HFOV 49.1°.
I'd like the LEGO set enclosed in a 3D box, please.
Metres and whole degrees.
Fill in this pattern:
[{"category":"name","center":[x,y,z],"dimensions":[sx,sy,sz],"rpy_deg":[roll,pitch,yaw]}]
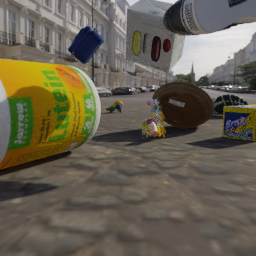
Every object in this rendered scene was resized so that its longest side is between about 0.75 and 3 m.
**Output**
[{"category":"LEGO set","center":[0.555,-0.058,7.194],"dimensions":[0.625,0.772,1.679],"rpy_deg":[-14,26,19]}]

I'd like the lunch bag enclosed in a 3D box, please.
[{"category":"lunch bag","center":[-1.907,-3.861,12.732],"dimensions":[1.093,1.651,1.122],"rpy_deg":[38,9,-9]}]

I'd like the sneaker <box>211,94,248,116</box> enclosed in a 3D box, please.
[{"category":"sneaker","center":[4.332,-1.064,13.276],"dimensions":[2.641,1.025,1.140],"rpy_deg":[5,6,30]}]

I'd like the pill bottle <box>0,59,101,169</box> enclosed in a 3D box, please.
[{"category":"pill bottle","center":[-1.927,-0.224,4.327],"dimensions":[1.653,1.653,2.976],"rpy_deg":[4,9,31]}]

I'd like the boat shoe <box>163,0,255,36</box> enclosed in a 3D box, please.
[{"category":"boat shoe","center":[1.976,-2.464,5.655],"dimensions":[2.972,1.066,1.007],"rpy_deg":[-29,23,-27]}]

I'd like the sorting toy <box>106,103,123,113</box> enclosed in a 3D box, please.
[{"category":"sorting toy","center":[-0.628,-1.018,15.327],"dimensions":[0.716,0.489,1.192],"rpy_deg":[-14,8,45]}]

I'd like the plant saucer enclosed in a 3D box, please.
[{"category":"plant saucer","center":[1.596,-0.595,8.365],"dimensions":[1.851,1.851,0.273],"rpy_deg":[3,50,24]}]

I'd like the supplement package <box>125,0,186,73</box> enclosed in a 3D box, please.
[{"category":"supplement package","center":[1.120,-3.665,11.026],"dimensions":[2.011,2.103,1.546],"rpy_deg":[21,46,19]}]

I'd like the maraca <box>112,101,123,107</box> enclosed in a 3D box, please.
[{"category":"maraca","center":[-0.741,-1.551,18.830],"dimensions":[0.948,0.507,0.650],"rpy_deg":[-6,7,39]}]

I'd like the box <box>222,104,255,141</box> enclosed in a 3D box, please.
[{"category":"box","center":[3.586,-0.219,7.513],"dimensions":[2.519,0.810,0.883],"rpy_deg":[-6,10,-40]}]
